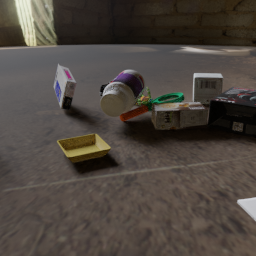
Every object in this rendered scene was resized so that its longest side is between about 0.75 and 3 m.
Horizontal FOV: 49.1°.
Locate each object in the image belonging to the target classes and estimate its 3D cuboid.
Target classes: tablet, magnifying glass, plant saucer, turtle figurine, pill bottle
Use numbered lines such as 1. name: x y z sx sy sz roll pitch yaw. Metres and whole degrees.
1. tablet: 3.194 1.711 5.947 1.417 0.097 0.922 -5 22 -12
2. magnifying glass: 1.035 -0.906 11.693 2.993 0.335 1.191 -20 20 -21
3. plant saucer: -1.343 0.628 8.461 1.313 0.318 1.313 -11 24 -24
4. turtle figurine: 0.557 -1.503 13.023 1.314 0.946 1.274 8 5 -31
5. pill bottle: -0.223 -1.390 11.356 1.319 1.319 2.367 7 31 17

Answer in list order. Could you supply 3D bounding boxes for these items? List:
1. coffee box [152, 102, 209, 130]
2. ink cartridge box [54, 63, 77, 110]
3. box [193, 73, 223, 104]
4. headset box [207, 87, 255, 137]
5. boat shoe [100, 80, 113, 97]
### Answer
1. coffee box: 1.935 -0.480 10.699 1.926 0.768 1.102 -1 21 -4
2. ink cartridge box: -3.033 -2.022 13.199 0.509 1.300 2.746 6 26 -28
3. box: 3.869 -1.932 13.690 1.338 1.345 1.152 3 22 11
4. headset box: 4.720 -0.737 10.860 2.229 1.125 2.999 15 26 34
5. boat shoe: -0.825 -2.291 15.509 0.767 0.710 2.078 17 26 37
